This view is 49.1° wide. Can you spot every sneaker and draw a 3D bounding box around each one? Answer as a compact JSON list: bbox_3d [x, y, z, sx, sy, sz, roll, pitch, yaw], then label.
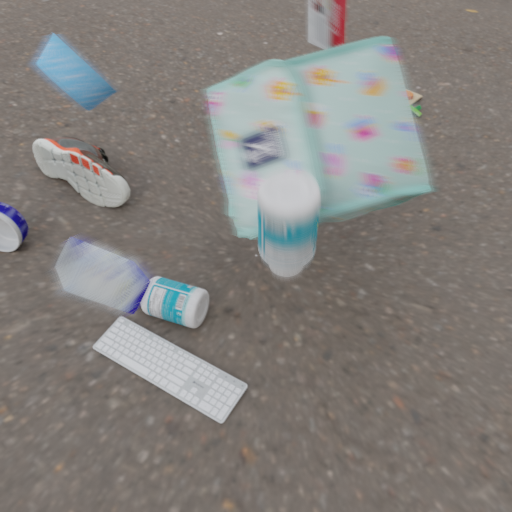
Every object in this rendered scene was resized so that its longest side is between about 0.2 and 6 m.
[{"bbox_3d":[-3.913,-2.227,13.245,3.118,1.202,1.277,29,45,26],"label":"sneaker"}]

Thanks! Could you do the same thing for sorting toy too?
[{"bbox_3d":[4.194,-4.540,16.202,1.359,0.271,1.838,-34,53,-30],"label":"sorting toy"}]

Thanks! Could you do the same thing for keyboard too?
[{"bbox_3d":[-1.533,1.911,9.689,2.824,0.151,0.795,23,49,23],"label":"keyboard"}]

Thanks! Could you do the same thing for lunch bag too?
[{"bbox_3d":[0.878,-1.789,9.056,3.080,1.878,2.624,-13,88,-7],"label":"lunch bag"}]

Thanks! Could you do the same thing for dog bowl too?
[{"bbox_3d":[-5.297,-0.599,11.616,1.039,1.039,0.409,9,42,9],"label":"dog bowl"},{"bbox_3d":[-3.117,-3.094,9.636,0.572,1.285,2.306,-47,23,2],"label":"dog bowl"}]

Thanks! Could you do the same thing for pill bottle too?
[{"bbox_3d":[-1.609,0.819,10.385,1.346,0.746,0.746,15,46,16],"label":"pill bottle"},{"bbox_3d":[0.388,-0.339,6.961,0.748,1.350,0.748,0,50,0],"label":"pill bottle"}]

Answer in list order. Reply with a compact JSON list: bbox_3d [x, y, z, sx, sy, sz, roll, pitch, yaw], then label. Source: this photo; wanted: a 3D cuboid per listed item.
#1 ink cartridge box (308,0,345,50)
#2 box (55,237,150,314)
[{"bbox_3d":[1.439,-4.737,11.069,0.486,1.158,1.017,-14,36,-16],"label":"ink cartridge box"},{"bbox_3d":[-2.093,0.257,7.599,1.013,0.532,0.932,25,5,-31],"label":"box"}]
